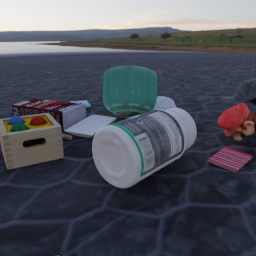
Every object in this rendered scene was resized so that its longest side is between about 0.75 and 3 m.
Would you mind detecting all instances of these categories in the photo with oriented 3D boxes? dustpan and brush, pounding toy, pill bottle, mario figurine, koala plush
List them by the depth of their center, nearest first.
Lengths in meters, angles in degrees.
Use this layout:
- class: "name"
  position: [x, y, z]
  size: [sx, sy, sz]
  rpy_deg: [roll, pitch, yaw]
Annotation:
- class: "pill bottle"
  position: [0.538, 0.363, 7.207]
  size: [1.513, 1.513, 2.675]
  rpy_deg: [17, 26, 40]
- class: "pounding toy"
  position: [-2.790, 0.051, 8.659]
  size: [2.175, 1.133, 2.476]
  rpy_deg: [-10, 22, -26]
- class: "mario figurine"
  position: [4.246, 0.127, 9.173]
  size: [2.643, 1.401, 1.632]
  rpy_deg: [12, -16, 3]
- class: "koala plush"
  position: [5.760, -1.268, 11.270]
  size: [2.323, 2.060, 2.135]
  rpy_deg: [-16, 14, -28]
- class: "dustpan and brush"
  position: [1.845, -0.827, 12.181]
  size: [1.810, 0.518, 1.264]
  rpy_deg: [11, 40, 35]

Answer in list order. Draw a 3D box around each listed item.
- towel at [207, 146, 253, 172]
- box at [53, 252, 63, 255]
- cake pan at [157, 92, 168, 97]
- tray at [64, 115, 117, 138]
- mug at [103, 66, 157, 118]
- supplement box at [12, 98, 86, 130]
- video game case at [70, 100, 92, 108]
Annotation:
- class: "towel"
  position: [2.878, 0.869, 7.860]
  size: [0.855, 0.133, 1.183]
  rpy_deg: [19, 29, 39]
- class: "box"
  position: [-1.123, 2.209, 3.974]
  size: [0.763, 0.191, 0.769]
  rpy_deg: [-15, 24, -38]
- class: "cake pan"
  position: [0.857, -1.386, 13.744]
  size: [2.530, 0.464, 2.530]
  rpy_deg: [0, 19, 0]
- class: "tray"
  position: [-1.316, -0.064, 10.338]
  size: [1.105, 0.228, 2.058]
  rpy_deg: [8, 21, 21]
- class: "mug"
  position: [0.148, -1.262, 11.284]
  size: [2.139, 1.610, 2.604]
  rpy_deg: [-2, -11, 19]
- class: "supplement box"
  position: [-3.075, -0.585, 11.004]
  size: [2.532, 0.771, 1.378]
  rpy_deg: [7, 20, 22]
- class: "video game case"
  position: [-2.303, -1.136, 13.567]
  size: [0.858, 0.107, 1.199]
  rpy_deg: [-7, 20, -17]
